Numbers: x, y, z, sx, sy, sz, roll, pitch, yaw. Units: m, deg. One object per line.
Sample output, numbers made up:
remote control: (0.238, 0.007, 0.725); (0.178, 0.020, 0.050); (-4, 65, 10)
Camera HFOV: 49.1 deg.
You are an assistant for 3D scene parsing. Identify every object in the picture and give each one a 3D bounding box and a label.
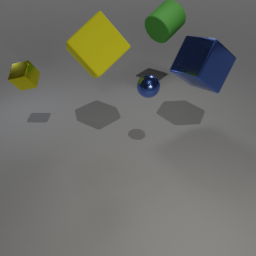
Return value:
cube: (2.633, -2.250, 9.906); (1.400, 1.400, 1.400); (22, 6, -40)
cube: (-3.615, -1.819, 9.781); (0.700, 0.700, 0.700); (-7, 61, 18)
cube: (-1.004, -2.596, 9.022); (1.400, 1.400, 1.400); (-44, 15, -4)
ball: (0.616, -1.260, 8.467); (0.700, 0.700, 0.700); (0, 33, 0)
cylinder: (1.720, -4.920, 12.969); (1.400, 1.400, 1.400); (27, 64, 35)
